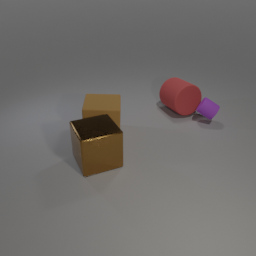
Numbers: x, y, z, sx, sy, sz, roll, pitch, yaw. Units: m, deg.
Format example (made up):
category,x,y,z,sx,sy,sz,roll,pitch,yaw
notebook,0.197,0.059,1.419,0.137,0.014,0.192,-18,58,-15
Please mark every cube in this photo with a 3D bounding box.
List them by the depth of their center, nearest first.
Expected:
category,x,y,z,sx,sy,sz,roll,pitch,yaw
cube,-1.058,0.539,9.401,1.400,1.400,1.400,-13,32,-21
cube,-1.004,-0.425,11.001,1.400,1.400,1.400,1,31,-2

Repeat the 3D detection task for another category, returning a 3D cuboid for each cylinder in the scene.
category,x,y,z,sx,sy,sz,roll,pitch,yaw
cylinder,3.368,-0.824,11.813,0.700,0.700,0.700,33,34,0
cylinder,2.351,-1.449,12.671,1.400,1.400,1.400,-12,27,-20
